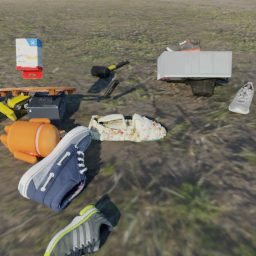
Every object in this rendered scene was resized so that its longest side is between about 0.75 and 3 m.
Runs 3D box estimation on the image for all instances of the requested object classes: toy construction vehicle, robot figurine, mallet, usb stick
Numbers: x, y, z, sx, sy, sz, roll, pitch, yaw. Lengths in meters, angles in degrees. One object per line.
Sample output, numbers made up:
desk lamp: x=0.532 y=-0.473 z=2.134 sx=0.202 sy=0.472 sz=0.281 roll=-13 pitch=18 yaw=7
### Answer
toy construction vehicle: x=-5.167 y=-0.700 z=10.268 sx=2.291 sy=0.927 sz=2.632 roll=28 pitch=43 yaw=20
robot figurine: x=-2.804 y=0.340 z=8.304 sx=1.774 sy=1.034 sz=1.276 roll=4 pitch=18 yaw=8
mallet: x=-0.899 y=-3.153 z=14.449 sx=0.900 sy=0.563 sz=2.734 roll=10 pitch=28 yaw=22
usb stick: x=-0.627 y=-1.483 z=10.560 sx=0.262 sy=0.945 sz=0.154 roll=0 pitch=59 yaw=-33

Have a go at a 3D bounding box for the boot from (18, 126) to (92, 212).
boot: x=-1.467 y=1.027 z=7.437 sx=1.216 sy=0.979 sz=2.691 roll=22 pitch=45 yaw=19

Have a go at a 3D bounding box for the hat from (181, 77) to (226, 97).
hat: x=3.092 y=-1.680 z=11.534 sx=1.950 sy=0.787 sz=1.950 roll=-1 pitch=6 yaw=0

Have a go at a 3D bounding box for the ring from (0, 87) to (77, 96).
ring: x=-2.894 y=-1.151 z=8.996 sx=2.497 sy=0.240 sz=2.497 roll=-1 pitch=7 yaw=0

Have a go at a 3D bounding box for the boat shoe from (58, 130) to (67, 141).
boat shoe: x=-2.076 y=0.310 z=8.929 sx=1.217 sy=0.449 sz=0.421 roll=24 pitch=36 yaw=18

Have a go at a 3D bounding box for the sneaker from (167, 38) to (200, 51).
sneaker: x=3.394 y=-5.056 z=17.039 sx=2.074 sy=0.849 sz=0.799 roll=-4 pitch=32 yaw=-6

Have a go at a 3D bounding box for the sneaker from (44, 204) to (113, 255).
sneaker: x=-0.969 y=2.288 z=5.564 sx=0.735 sy=0.671 sz=1.815 roll=20 pitch=39 yaw=23

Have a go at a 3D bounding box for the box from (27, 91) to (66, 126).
box: x=-2.920 y=-0.750 z=10.243 sx=1.076 sy=0.776 sz=1.449 roll=0 pitch=31 yaw=-2

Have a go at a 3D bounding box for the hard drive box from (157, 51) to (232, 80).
hard drive box: x=2.801 y=-2.706 z=12.346 sx=2.790 sy=1.071 sz=2.174 roll=0 pitch=6 yaw=0

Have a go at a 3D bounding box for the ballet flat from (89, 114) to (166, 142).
ballet flat: x=-0.024 y=-0.035 z=9.070 sx=2.612 sy=0.835 sz=0.988 roll=-2 pitch=32 yaw=-4

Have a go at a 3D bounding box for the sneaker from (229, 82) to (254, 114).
sneaker: x=4.443 y=-1.194 z=10.916 sx=0.745 sy=0.818 sz=1.995 roll=15 pitch=35 yaw=22

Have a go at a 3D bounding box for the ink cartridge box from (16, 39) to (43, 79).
ink cartridge box: x=-2.802 y=-1.959 z=7.976 sx=0.625 sy=1.077 sz=0.362 roll=1 pitch=6 yaw=6
